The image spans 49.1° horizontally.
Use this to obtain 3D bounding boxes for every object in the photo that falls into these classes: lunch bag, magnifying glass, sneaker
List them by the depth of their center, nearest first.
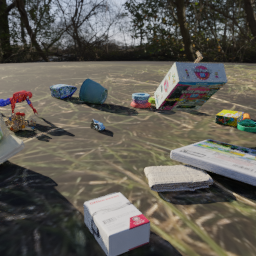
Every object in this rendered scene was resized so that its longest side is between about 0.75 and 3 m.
[{"bbox_3d":[-1.252,-0.090,11.635,0.436,0.380,0.970,9,16,-33],"label":"sneaker"},{"bbox_3d":[5.219,-0.252,12.188,0.885,0.249,2.223,6,17,18],"label":"magnifying glass"},{"bbox_3d":[-4.149,-2.431,18.097,1.160,0.870,1.365,15,32,40],"label":"lunch bag"}]

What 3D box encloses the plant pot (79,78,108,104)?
[{"bbox_3d":[-1.924,-2.007,16.186,1.296,1.380,1.380,22,23,15],"label":"plant pot"}]

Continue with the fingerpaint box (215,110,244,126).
[{"bbox_3d":[4.548,-0.452,12.502,0.947,0.416,1.135,11,21,33],"label":"fingerpaint box"}]

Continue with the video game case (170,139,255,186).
[{"bbox_3d":[2.979,0.896,7.958,2.683,0.295,2.445,15,16,39],"label":"video game case"}]

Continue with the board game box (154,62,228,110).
[{"bbox_3d":[2.122,-1.412,9.995,1.731,0.754,2.347,-1,-19,-12],"label":"board game box"}]

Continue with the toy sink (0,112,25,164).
[{"bbox_3d":[-4.777,-0.038,8.035,2.943,1.649,1.918,19,42,34],"label":"toy sink"}]

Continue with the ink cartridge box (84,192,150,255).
[{"bbox_3d":[-0.245,1.768,5.287,0.839,0.481,1.155,-10,20,-28],"label":"ink cartridge box"}]

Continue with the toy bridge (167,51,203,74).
[{"bbox_3d":[2.234,-2.326,10.968,1.575,0.529,0.214,-34,-36,25],"label":"toy bridge"}]

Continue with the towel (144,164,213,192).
[{"bbox_3d":[1.273,1.273,7.255,1.613,0.278,1.069,-1,16,-6],"label":"towel"}]

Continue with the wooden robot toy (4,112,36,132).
[{"bbox_3d":[-4.555,-0.191,11.362,1.651,0.727,0.749,8,30,24],"label":"wooden robot toy"}]

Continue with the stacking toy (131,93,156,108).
[{"bbox_3d":[1.299,-1.810,15.922,2.303,0.973,2.085,-1,18,-4],"label":"stacking toy"}]

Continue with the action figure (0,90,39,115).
[{"bbox_3d":[-5.548,-0.929,13.517,2.910,1.441,0.950,-16,12,28],"label":"action figure"}]
